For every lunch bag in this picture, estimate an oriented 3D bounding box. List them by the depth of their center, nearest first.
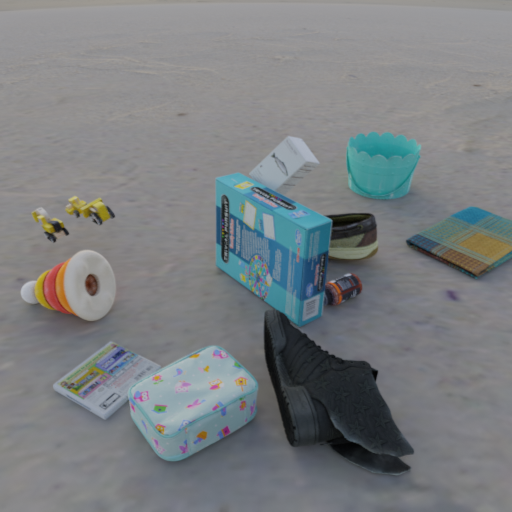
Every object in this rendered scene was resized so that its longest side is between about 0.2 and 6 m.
[{"bbox_3d":[-0.854,1.968,7.744,1.640,0.632,1.316,-22,35,-32],"label":"lunch bag"}]

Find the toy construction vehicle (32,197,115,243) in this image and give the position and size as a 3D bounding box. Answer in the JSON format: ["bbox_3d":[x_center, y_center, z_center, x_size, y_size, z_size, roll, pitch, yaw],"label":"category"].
[{"bbox_3d":[-3.792,-0.883,11.438,1.302,0.527,1.496,-33,34,-24],"label":"toy construction vehicle"}]

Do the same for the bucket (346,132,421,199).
[{"bbox_3d":[3.176,-2.296,14.230,1.847,1.202,1.847,-1,31,0],"label":"bucket"}]

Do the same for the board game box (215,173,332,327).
[{"bbox_3d":[0.209,-0.187,10.051,0.589,1.895,2.511,-20,37,-33],"label":"board game box"}]

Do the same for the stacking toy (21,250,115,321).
[{"bbox_3d":[-3.446,0.589,9.890,1.661,1.214,1.214,-8,26,25],"label":"stacking toy"}]

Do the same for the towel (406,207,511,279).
[{"bbox_3d":[4.643,-0.352,11.959,2.450,0.266,1.797,-25,39,-32],"label":"towel"}]

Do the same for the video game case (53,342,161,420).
[{"bbox_3d":[-2.225,1.839,8.441,1.085,0.131,1.192,19,37,28],"label":"video game case"}]

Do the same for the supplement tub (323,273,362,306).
[{"bbox_3d":[1.496,0.632,10.140,0.817,0.437,0.437,-20,36,-30],"label":"supplement tub"}]

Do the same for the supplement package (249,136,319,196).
[{"bbox_3d":[0.525,-1.637,10.494,0.626,1.072,0.629,56,27,14],"label":"supplement package"}]

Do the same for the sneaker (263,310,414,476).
[{"bbox_3d":[1.020,1.784,7.916,1.478,0.851,2.834,-5,37,-8],"label":"sneaker"}]

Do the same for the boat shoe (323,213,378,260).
[{"bbox_3d":[0.997,-0.536,11.433,2.948,0.955,1.079,1,26,7],"label":"boat shoe"}]
